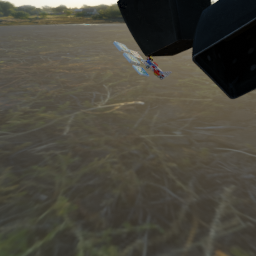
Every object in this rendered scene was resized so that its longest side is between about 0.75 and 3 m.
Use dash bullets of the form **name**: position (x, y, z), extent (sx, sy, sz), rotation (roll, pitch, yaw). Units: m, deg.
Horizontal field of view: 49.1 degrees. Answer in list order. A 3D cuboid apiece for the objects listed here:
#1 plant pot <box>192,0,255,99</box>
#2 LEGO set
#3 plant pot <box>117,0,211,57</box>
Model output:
- **plant pot**: position (2.536, -2.035, 6.102), extent (1.822, 1.817, 1.616), rotation (-27, 48, 36)
- **LEGO set**: position (0.528, -2.113, 8.672), extent (1.377, 0.452, 1.843), rotation (53, 27, 20)
- **plant pot**: position (1.229, -3.184, 8.186), extent (2.047, 1.820, 2.052), rotation (-15, 1, -41)
